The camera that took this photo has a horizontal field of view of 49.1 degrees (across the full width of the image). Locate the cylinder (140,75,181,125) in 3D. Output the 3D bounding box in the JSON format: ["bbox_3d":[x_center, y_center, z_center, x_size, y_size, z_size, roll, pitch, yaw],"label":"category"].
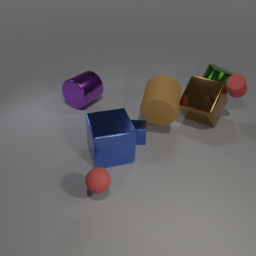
[{"bbox_3d":[1.266,-1.061,10.703,1.400,1.400,1.400,7,50,11],"label":"cylinder"}]

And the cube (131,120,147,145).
[{"bbox_3d":[0.338,0.161,10.637,0.700,0.700,0.700,2,32,4],"label":"cube"}]

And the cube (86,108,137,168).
[{"bbox_3d":[-0.602,0.341,9.559,1.400,1.400,1.400,-9,40,-14],"label":"cube"}]

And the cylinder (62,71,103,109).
[{"bbox_3d":[-2.101,-1.798,13.071,1.400,1.400,1.400,19,37,27],"label":"cylinder"}]

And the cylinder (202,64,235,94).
[{"bbox_3d":[4.115,-2.081,13.135,1.400,1.400,1.400,19,25,-9],"label":"cylinder"}]

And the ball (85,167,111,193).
[{"bbox_3d":[-0.817,1.427,7.669,0.700,0.700,0.700,0,32,0],"label":"ball"}]

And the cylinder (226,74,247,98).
[{"bbox_3d":[4.308,-1.652,11.074,0.700,0.700,0.700,-12,62,23],"label":"cylinder"}]

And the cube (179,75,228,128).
[{"bbox_3d":[3.089,-1.075,11.425,1.400,1.400,1.400,22,78,30],"label":"cube"}]
